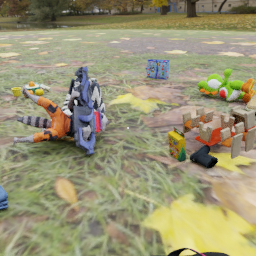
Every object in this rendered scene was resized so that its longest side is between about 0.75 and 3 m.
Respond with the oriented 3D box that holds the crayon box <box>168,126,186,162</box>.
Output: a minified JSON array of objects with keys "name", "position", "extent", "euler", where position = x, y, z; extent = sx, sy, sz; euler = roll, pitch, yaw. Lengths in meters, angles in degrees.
[{"name":"crayon box","position":[1.284,0.419,7.361],"extent":[0.207,0.813,0.516],"euler":[-19,28,-18]}]

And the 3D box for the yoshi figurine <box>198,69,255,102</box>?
[{"name":"yoshi figurine","position":[4.292,-1.881,12.229],"extent":[2.362,1.328,1.323],"euler":[14,12,35]}]

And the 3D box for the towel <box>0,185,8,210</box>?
[{"name":"towel","position":[-3.060,1.535,5.489],"extent":[1.265,0.307,0.706],"euler":[-19,30,-35]}]

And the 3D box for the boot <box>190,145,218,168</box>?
[{"name":"boot","position":[2.074,0.751,7.258],"extent":[0.762,0.291,0.640],"euler":[-24,30,-31]}]

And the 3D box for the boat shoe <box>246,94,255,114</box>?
[{"name":"boat shoe","position":[5.143,-1.141,10.956],"extent":[0.724,0.770,2.021],"euler":[15,28,30]}]

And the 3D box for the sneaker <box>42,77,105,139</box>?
[{"name":"sneaker","position":[-1.743,-0.868,9.082],"extent":[1.097,1.788,2.747],"euler":[16,29,34]}]

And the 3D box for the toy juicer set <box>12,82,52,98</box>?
[{"name":"toy juicer set","position":[-4.258,-1.861,12.913],"extent":[1.199,0.513,1.885],"euler":[13,26,27]}]

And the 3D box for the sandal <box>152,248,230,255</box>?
[{"name":"sandal","position":[0.822,2.070,4.191],"extent":[1.637,0.369,0.615],"euler":[-1,24,-2]}]

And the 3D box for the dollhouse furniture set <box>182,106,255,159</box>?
[{"name":"dollhouse furniture set","position":[2.789,0.109,8.046],"extent":[1.876,0.977,1.896],"euler":[-19,29,-27]}]

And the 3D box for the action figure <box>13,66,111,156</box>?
[{"name":"action figure","position":[-1.769,-0.468,8.102],"extent":[2.575,2.661,1.392],"euler":[10,-21,-23]}]

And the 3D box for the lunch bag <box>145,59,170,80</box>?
[{"name":"lunch bag","position":[1.597,-3.273,15.527],"extent":[1.292,0.973,0.608],"euler":[9,25,19]}]
